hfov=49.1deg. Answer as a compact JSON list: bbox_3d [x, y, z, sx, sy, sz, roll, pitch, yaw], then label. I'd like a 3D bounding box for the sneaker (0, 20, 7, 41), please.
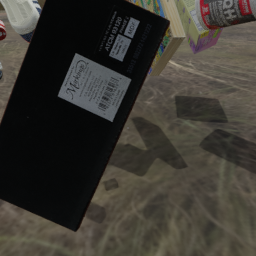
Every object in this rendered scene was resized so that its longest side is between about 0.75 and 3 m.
[{"bbox_3d":[-3.175,-2.099,5.902,1.125,0.441,0.650,-2,41,-23],"label":"sneaker"}]

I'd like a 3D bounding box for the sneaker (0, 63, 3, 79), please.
[{"bbox_3d":[-3.347,-1.467,6.743,0.732,0.738,2.037,-56,26,-6],"label":"sneaker"}]

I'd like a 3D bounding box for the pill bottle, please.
[{"bbox_3d":[3.064,-3.442,7.464,2.268,1.255,1.255,4,23,44],"label":"pill bottle"}]

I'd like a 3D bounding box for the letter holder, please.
[{"bbox_3d":[-0.443,-0.237,2.836,0.941,1.872,1.331,24,9,-1],"label":"letter holder"}]

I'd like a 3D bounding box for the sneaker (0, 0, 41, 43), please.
[{"bbox_3d":[-3.009,-3.460,8.288,1.051,1.185,2.805,-24,61,6],"label":"sneaker"}]

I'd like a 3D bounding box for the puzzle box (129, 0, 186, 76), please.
[{"bbox_3d":[0.724,-3.246,8.146,0.370,1.939,2.914,-8,72,-17],"label":"puzzle box"}]

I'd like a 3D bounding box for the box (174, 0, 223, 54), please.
[{"bbox_3d":[2.454,-3.986,10.003,0.962,1.991,1.751,-24,-10,4],"label":"box"}]
